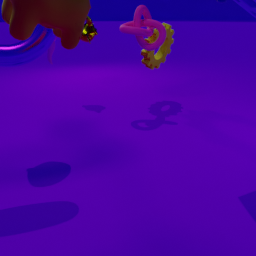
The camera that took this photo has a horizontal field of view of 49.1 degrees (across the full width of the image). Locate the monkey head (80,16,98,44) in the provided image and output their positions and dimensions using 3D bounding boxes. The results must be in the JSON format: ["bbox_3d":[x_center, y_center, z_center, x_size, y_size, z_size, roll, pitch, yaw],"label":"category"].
[{"bbox_3d":[-1.383,-3.218,9.158,0.642,0.766,1.065,-36,58,-12],"label":"monkey head"}]

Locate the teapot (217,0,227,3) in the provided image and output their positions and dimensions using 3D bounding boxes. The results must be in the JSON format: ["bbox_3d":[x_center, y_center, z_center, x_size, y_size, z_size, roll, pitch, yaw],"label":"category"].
[{"bbox_3d":[0.807,-1.465,2.440,0.692,0.545,1.113,4,54,9],"label":"teapot"}]

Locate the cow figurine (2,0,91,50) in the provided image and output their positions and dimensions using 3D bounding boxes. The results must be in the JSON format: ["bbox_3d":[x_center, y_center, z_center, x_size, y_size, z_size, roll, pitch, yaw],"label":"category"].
[{"bbox_3d":[-0.901,-1.560,2.876,1.324,1.303,0.727,1,40,-39],"label":"cow figurine"}]

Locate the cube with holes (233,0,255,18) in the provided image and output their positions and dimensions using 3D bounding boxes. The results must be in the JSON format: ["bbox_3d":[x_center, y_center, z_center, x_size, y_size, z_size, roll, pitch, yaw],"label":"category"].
[{"bbox_3d":[2.331,-2.591,4.430,1.267,1.267,1.267,27,21,-18],"label":"cube with holes"}]

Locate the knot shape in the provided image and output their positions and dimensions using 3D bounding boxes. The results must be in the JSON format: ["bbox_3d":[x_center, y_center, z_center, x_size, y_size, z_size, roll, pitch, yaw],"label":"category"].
[{"bbox_3d":[0.517,-2.814,8.075,1.239,0.612,1.324,43,60,0],"label":"knot shape"}]

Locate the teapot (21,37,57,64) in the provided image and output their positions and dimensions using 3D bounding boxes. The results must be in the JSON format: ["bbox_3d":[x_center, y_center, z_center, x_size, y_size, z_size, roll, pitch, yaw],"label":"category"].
[{"bbox_3d":[-1.873,-1.934,5.677,1.396,0.683,0.868,49,30,6],"label":"teapot"}]

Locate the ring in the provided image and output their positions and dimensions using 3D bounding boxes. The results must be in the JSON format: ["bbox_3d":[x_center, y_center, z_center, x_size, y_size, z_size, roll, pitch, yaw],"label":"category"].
[{"bbox_3d":[-1.997,-1.866,4.474,1.769,1.769,0.354,-6,5,-15],"label":"ring"}]

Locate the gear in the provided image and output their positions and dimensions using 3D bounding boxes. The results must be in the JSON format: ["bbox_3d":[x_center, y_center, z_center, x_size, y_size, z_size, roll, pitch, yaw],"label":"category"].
[{"bbox_3d":[0.986,-2.669,9.202,0.274,1.483,1.483,32,35,26],"label":"gear"}]
